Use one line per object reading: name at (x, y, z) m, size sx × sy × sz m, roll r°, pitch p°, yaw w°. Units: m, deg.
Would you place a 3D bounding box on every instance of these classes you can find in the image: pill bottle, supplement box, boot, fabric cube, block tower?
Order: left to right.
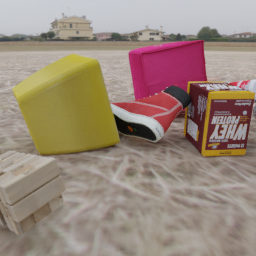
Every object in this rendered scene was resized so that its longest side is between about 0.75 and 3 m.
block tower at (-1.777, 0.671, 3.644) m, size 2.316 × 0.626 × 0.670 m, roll 3°, pitch 24°, yaw 42°
boot at (0.422, -0.532, 6.737) m, size 1.528 × 0.767 × 2.118 m, roll -46°, pitch 37°, yaw -22°
fabric cube at (1.193, -1.612, 8.712) m, size 1.887 × 1.924 × 1.917 m, roll -12°, pitch 17°, yaw -6°
supplement box at (1.884, -0.252, 6.060) m, size 0.891 × 1.324 × 1.343 m, roll -1°, pitch 19°, yaw -7°
pill bottle at (2.807, -0.898, 7.131) m, size 0.570 × 0.570 × 1.015 m, roll -16°, pitch 11°, yaw -39°

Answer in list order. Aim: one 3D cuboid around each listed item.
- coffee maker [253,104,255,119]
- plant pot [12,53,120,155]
coffee maker at (3.483, 0.040, 5.590) m, size 1.220 × 1.740 × 1.812 m, roll -35°, pitch 4°, yaw 19°
plant pot at (-1.459, -0.441, 6.158) m, size 1.644 × 1.864 × 1.864 m, roll -23°, pitch 26°, yaw -20°
